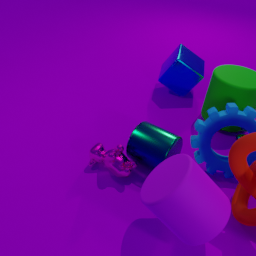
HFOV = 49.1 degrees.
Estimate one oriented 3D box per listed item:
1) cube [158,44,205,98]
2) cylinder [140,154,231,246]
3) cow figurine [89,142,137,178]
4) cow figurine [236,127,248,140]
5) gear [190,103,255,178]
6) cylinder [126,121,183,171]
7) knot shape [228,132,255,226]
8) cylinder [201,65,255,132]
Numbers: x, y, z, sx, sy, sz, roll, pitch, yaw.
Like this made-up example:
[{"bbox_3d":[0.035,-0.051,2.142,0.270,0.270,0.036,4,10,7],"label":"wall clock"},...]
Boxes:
[{"bbox_3d":[1.623,-1.724,8.458,0.969,0.969,0.969,32,43,-13],"label":"cube"},{"bbox_3d":[0.958,1.191,4.742,1.097,1.097,1.097,46,44,-14],"label":"cylinder"},{"bbox_3d":[-0.388,0.747,6.284,1.033,1.016,0.567,48,52,-2],"label":"cow figurine"},{"bbox_3d":[3.389,0.414,6.520,1.354,0.755,1.376,9,25,-5],"label":"cow figurine"},{"bbox_3d":[2.166,0.287,5.952,1.597,1.597,0.295,6,22,6],"label":"gear"},{"bbox_3d":[0.598,0.447,6.298,0.949,0.949,0.949,26,47,26],"label":"cylinder"},{"bbox_3d":[2.455,1.164,4.725,0.908,1.965,1.838,-13,46,-9],"label":"knot shape"},{"bbox_3d":[2.714,-0.785,7.319,1.305,1.305,1.305,4,38,-3],"label":"cylinder"}]
